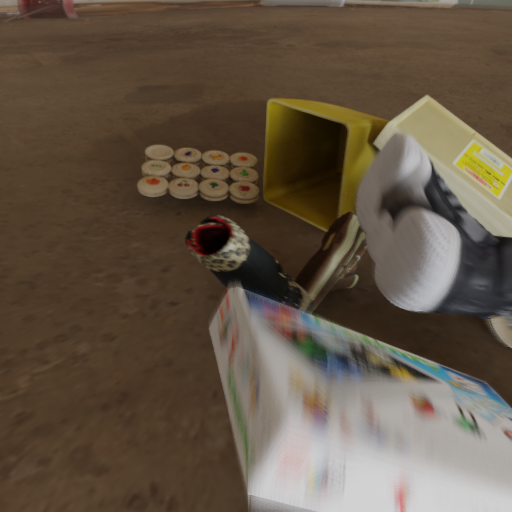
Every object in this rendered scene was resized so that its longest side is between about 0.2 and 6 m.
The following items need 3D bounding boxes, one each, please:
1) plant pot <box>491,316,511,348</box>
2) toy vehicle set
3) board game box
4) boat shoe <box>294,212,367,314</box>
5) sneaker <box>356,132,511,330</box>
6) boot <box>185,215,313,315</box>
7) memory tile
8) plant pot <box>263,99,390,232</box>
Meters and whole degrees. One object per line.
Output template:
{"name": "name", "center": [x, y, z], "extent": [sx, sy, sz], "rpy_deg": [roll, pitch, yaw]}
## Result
{"name": "plant pot", "center": [4.047, 0.642, 7.815], "extent": [1.175, 1.175, 1.254], "rpy_deg": [21, 26, 31]}
{"name": "toy vehicle set", "center": [4.039, -1.440, 10.201], "extent": [3.590, 0.476, 2.230], "rpy_deg": [41, 42, 10]}
{"name": "board game box", "center": [1.301, 1.498, 5.038], "extent": [3.371, 0.583, 2.128], "rpy_deg": [22, 17, -19]}
{"name": "boat shoe", "center": [1.270, 0.220, 8.726], "extent": [2.117, 0.783, 0.782], "rpy_deg": [-54, 14, -31]}
{"name": "sneaker", "center": [2.651, -0.340, 7.952], "extent": [2.044, 1.355, 3.591], "rpy_deg": [23, 37, -14]}
{"name": "boot", "center": [-0.319, 0.013, 7.837], "extent": [0.823, 1.721, 2.279], "rpy_deg": [-49, 35, -4]}
{"name": "memory tile", "center": [-1.182, -1.768, 11.850], "extent": [2.488, 0.209, 1.907], "rpy_deg": [3, 39, -4]}
{"name": "plant pot", "center": [1.576, -1.962, 11.141], "extent": [1.892, 2.145, 2.145], "rpy_deg": [-20, 36, -34]}
